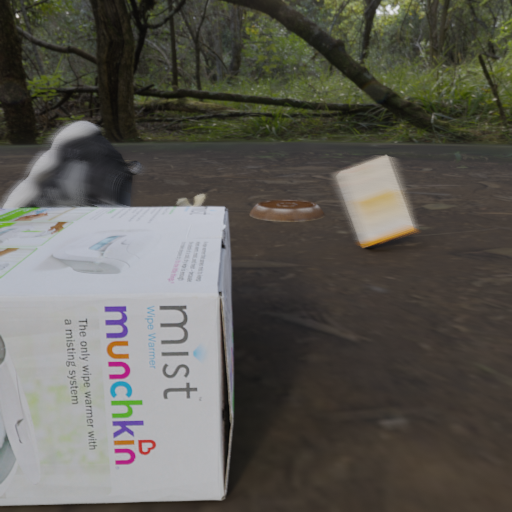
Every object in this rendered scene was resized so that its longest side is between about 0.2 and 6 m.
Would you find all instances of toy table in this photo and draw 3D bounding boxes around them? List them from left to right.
[{"bbox_3d":[-1.417,-1.051,12.520,0.863,0.505,0.793,-5,14,30],"label":"toy table"}]

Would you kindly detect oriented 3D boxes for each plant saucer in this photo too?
[{"bbox_3d":[0.748,-1.129,13.624,1.823,0.292,1.823,-1,14,0],"label":"plant saucer"}]

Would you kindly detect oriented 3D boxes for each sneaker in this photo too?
[{"bbox_3d":[-2.911,-0.763,8.819,1.455,2.556,0.965,34,-2,9],"label":"sneaker"}]

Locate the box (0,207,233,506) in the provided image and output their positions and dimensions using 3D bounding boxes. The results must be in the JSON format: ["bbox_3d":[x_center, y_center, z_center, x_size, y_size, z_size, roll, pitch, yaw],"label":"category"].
[{"bbox_3d":[-1.569,0.480,4.763,2.742,1.503,3.108,0,14,-3],"label":"box"}]

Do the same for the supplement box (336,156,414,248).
[{"bbox_3d":[2.128,-0.965,10.107,0.902,1.432,0.526,-19,-2,-2],"label":"supplement box"}]
